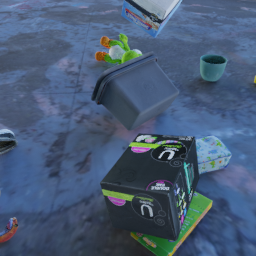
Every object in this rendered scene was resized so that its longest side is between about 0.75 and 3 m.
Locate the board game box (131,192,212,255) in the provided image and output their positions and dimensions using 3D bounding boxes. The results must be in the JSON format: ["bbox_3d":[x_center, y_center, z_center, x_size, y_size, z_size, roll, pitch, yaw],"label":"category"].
[{"bbox_3d":[0.882,1.800,5.526,0.812,0.255,1.699,25,40,35],"label":"board game box"}]

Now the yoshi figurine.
[{"bbox_3d":[-0.272,-2.937,11.294,2.413,1.356,1.351,26,59,27],"label":"yoshi figurine"}]

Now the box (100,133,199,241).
[{"bbox_3d":[0.532,1.035,5.524,1.343,1.124,1.809,3,30,28],"label":"box"}]

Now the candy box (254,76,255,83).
[{"bbox_3d":[6.079,-1.400,9.816,1.425,0.368,2.788,-24,42,-26],"label":"candy box"}]

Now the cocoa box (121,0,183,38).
[{"bbox_3d":[0.419,-1.823,3.751,0.608,0.598,0.912,35,73,1],"label":"cocoa box"}]

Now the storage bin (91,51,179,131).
[{"bbox_3d":[0.283,-0.964,8.435,2.297,1.672,1.543,-29,73,-34],"label":"storage bin"}]

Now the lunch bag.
[{"bbox_3d":[1.857,0.638,6.922,1.166,0.481,0.937,-12,39,-16],"label":"lunch bag"}]

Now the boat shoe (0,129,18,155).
[{"bbox_3d":[-3.624,0.498,6.987,1.726,0.622,0.612,-27,40,-35],"label":"boat shoe"}]

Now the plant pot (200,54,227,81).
[{"bbox_3d":[3.187,-2.250,10.641,0.973,0.781,0.973,0,36,0],"label":"plant pot"}]

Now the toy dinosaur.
[{"bbox_3d":[-2.958,1.757,5.480,1.565,1.724,0.905,45,21,11],"label":"toy dinosaur"}]
